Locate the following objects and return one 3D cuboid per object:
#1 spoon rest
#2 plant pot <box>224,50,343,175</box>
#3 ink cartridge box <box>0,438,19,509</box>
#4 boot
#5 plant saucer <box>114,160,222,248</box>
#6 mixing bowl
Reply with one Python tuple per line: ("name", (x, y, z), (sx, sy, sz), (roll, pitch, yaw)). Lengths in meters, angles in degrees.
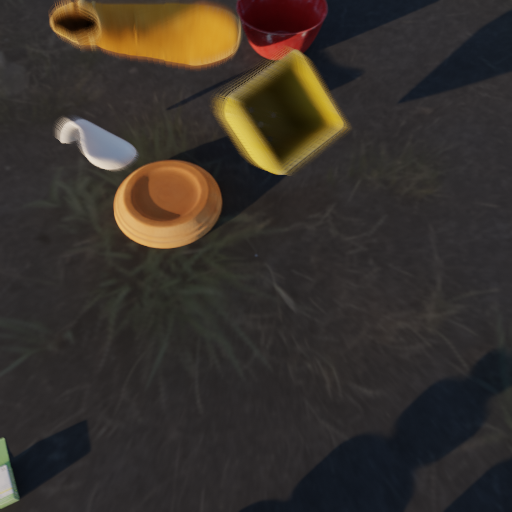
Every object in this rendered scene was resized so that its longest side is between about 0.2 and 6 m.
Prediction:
("spoon rest", (-2.659, -1.860, 9.228), (1.618, 0.490, 0.804), (28, 40, 30))
("plant pot", (0.265, -2.116, 8.665), (1.337, 1.179, 1.337), (-39, 106, -14))
("ink cartridge box", (-3.375, 2.763, 6.975), (0.616, 0.203, 0.847), (-22, 61, -14))
("boot", (-1.885, -3.818, 9.562), (2.836, 0.998, 2.030), (12, 21, 26))
("plant saucer", (-1.476, -0.950, 9.302), (1.801, 0.337, 1.801), (0, 56, 0))
("mixing bowl", (0.501, -4.610, 11.302), (1.777, 0.962, 1.777), (0, 58, 0))
